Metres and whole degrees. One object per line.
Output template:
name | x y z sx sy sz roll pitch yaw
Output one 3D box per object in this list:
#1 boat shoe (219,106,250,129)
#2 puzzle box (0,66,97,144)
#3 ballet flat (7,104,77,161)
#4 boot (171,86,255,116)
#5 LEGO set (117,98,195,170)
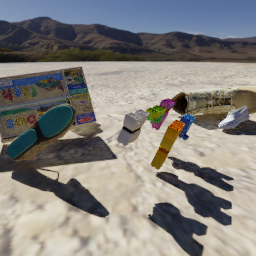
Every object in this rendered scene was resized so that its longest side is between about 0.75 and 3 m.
boat shoe | 3.038 -0.319 8.089 1.251 0.418 0.460 -22 16 -36
puzzle box | -2.139 -0.633 7.166 2.404 1.600 0.306 -14 -4 -22
ballet flat | -1.582 0.099 5.428 1.669 0.589 0.545 -30 -21 15
boot | 2.813 -0.849 9.021 2.022 0.947 2.602 -7 11 -27
LEGO set | 0.612 0.161 5.421 0.900 0.969 2.360 31 22 16
